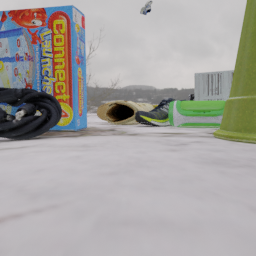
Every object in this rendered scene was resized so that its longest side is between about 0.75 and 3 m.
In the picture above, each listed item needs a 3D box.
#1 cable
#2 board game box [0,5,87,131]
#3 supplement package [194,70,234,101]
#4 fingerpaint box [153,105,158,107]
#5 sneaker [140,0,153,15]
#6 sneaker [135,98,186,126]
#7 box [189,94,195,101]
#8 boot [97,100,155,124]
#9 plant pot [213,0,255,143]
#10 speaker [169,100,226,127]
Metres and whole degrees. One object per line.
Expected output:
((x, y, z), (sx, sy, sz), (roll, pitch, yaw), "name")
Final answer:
((-2.499, -0.507, 4.852), (2.751, 0.699, 2.245), (23, 23, 40), "cable")
((-2.256, -1.249, 6.294), (2.548, 2.602, 0.727), (0, 5, 12), "board game box")
((3.681, -1.028, 9.635), (2.356, 1.733, 2.253), (0, 3, 24), "supplement package")
((1.286, -0.589, 11.224), (1.559, 0.685, 1.869), (2, 4, 24), "fingerpaint box")
((0.803, -4.753, 11.144), (0.330, 0.775, 0.299), (31, -18, 10), "sneaker")
((1.020, -0.483, 8.254), (2.042, 0.827, 0.754), (-3, 5, -40), "sneaker")
((3.557, -0.943, 12.831), (1.526, 1.203, 0.380), (1, 4, 0), "box")
((-0.410, -0.527, 9.535), (2.279, 0.829, 1.771), (5, 6, 26), "boot")
((2.767, -1.099, 4.377), (2.680, 2.545, 2.680), (1, 3, 0), "plant pot")
((1.980, -0.380, 7.424), (1.720, 0.761, 0.761), (1, 4, 18), "speaker")
